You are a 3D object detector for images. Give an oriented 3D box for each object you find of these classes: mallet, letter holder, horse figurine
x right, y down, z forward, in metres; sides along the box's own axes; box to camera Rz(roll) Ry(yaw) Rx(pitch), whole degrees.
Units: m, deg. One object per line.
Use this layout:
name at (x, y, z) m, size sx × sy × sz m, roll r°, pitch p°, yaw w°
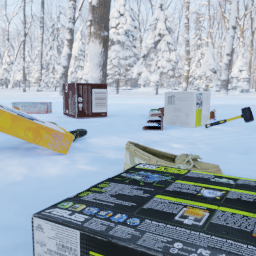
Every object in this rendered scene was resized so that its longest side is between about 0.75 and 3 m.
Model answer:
mallet at (3.754, -0.214, 10.372) m, size 1.737 × 0.572 × 0.358 m, roll -25°, pitch -16°, yaw 20°
letter holder at (0.967, -0.254, 10.956) m, size 0.808 × 0.571 × 1.136 m, roll -1°, pitch 7°, yaw 8°
horse figurine at (2.835, -0.999, 13.536) m, size 2.963 × 1.963 × 0.739 m, roll -12°, pitch 44°, yaw -1°

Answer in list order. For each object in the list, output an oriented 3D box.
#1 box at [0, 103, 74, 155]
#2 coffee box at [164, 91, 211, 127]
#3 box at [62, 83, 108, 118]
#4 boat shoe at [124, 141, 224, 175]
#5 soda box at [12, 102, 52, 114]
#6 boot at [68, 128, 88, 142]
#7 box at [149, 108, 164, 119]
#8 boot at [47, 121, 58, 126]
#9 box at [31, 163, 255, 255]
box at (-2.751, -0.168, 6.650) m, size 2.712 × 0.563 × 1.615 m, roll 21°, pitch -1°, yaw -23°
coffee box at (2.530, -0.843, 11.933) m, size 1.449 × 1.451 × 1.435 m, roll 7°, pitch 11°, yaw 43°
box at (-2.441, -1.580, 15.734) m, size 1.875 × 1.894 × 2.283 m, roll -4°, pitch 9°, yaw -30°
boat shoe at (0.712, 0.575, 4.772) m, size 1.772 × 0.557 × 0.646 m, roll 5°, pitch 9°, yaw 34°
soda box at (-6.193, -1.322, 18.101) m, size 2.433 × 0.773 × 0.832 m, roll 2°, pitch 8°, yaw 8°
boot at (-1.557, 0.241, 8.278) m, size 0.849 × 0.307 × 0.642 m, roll -9°, pitch 12°, yaw -20°
box at (2.085, -0.802, 15.466) m, size 1.751 × 0.441 × 2.426 m, roll 1°, pitch 7°, yaw 7°
boot at (-3.002, 0.050, 8.683) m, size 1.542 × 0.582 × 1.761 m, roll -1°, pitch 9°, yaw -4°
box at (0.537, 0.889, 2.778) m, size 2.101 × 0.499 × 2.029 m, roll 4°, pitch 6°, yaw 30°
